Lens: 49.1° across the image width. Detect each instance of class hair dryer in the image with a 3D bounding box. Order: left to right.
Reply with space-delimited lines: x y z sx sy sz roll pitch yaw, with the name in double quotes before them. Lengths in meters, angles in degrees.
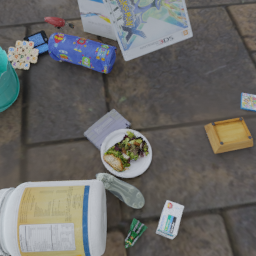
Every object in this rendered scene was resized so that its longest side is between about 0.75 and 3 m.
"hair dryer" -2.623 -3.806 10.334 0.859 1.128 0.307 -1 85 29

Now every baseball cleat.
"baseball cleat" -0.261 1.985 9.279 1.817 0.967 0.634 39 81 -13

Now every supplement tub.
"supplement tub" -2.152 2.612 8.056 2.960 2.141 2.141 -2 61 0

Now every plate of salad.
"plate of salad" -0.041 0.833 9.905 1.843 0.443 1.843 3 65 -6

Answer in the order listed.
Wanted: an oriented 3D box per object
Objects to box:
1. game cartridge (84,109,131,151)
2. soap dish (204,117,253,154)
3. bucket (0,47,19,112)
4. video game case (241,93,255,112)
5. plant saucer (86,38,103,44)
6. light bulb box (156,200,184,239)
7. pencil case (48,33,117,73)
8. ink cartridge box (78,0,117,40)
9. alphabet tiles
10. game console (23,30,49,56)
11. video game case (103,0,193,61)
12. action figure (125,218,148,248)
"game cartridge" -0.781 0.052 10.548 1.552 0.298 1.006 -41 65 -19
"soap dish" 3.705 0.233 10.246 1.476 0.600 1.161 -11 62 -5
"bucket" -5.563 -1.825 10.753 2.610 1.698 2.610 0 62 0
"video game case" 5.072 -0.999 11.209 1.062 0.095 0.760 11 62 6
"plant saucer" -1.614 -3.798 12.410 1.043 0.154 1.043 5 29 -3
"light bulb box" 1.290 2.838 8.639 0.574 0.920 0.911 18 63 9
"pencil case" -1.915 -3.113 11.771 2.871 1.247 1.120 16 44 7
"ink cartridge box" -0.998 -5.530 12.358 1.763 2.414 1.771 18 63 11
"alphabet tiles" -4.588 -3.180 12.228 1.336 0.098 1.307 5 80 4
"game console" -3.971 -3.752 12.423 1.014 0.865 0.600 -28 27 -15
"video game case" 0.589 -3.771 8.911 2.421 2.656 0.292 -19 28 7
"action figure" 0.179 3.349 8.765 0.524 0.243 0.887 30 69 12
